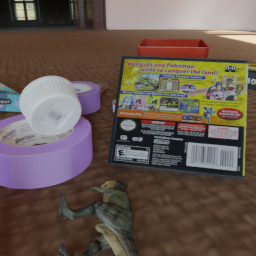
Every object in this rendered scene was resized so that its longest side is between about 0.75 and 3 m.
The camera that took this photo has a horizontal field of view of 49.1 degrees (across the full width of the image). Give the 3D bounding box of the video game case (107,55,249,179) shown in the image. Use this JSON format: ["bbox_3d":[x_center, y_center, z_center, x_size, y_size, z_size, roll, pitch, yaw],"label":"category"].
[{"bbox_3d":[1.065,-0.303,5.945,2.728,2.466,0.348,5,-12,10],"label":"video game case"}]

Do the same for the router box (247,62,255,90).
[{"bbox_3d":[5.865,-2.176,12.009,2.091,0.694,2.659,-18,29,-34],"label":"router box"}]

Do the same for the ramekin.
[{"bbox_3d":[-1.534,-0.404,5.707,1.198,1.198,0.584,-12,47,-26],"label":"ramekin"}]

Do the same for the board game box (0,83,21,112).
[{"bbox_3d":[-4.833,-1.148,9.257,1.834,0.570,2.429,0,17,-44],"label":"board game box"}]

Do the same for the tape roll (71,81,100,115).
[{"bbox_3d":[-1.662,-0.989,9.023,1.544,0.656,1.544,1,24,-1],"label":"tape roll"}]

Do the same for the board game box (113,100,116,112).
[{"bbox_3d":[0.402,-0.788,9.276,1.323,0.378,1.351,14,27,28],"label":"board game box"}]

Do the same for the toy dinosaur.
[{"bbox_3d":[-0.380,1.440,3.990,1.189,0.640,2.697,1,26,-13],"label":"toy dinosaur"}]

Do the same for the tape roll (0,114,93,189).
[{"bbox_3d":[-1.952,0.367,6.192,2.308,0.757,2.308,1,23,0],"label":"tape roll"}]

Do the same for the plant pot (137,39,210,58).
[{"bbox_3d":[1.566,-2.089,10.209,2.281,2.012,2.283,3,25,7],"label":"plant pot"}]

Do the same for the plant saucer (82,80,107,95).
[{"bbox_3d":[-1.765,-1.494,10.965,1.883,0.324,1.883,-1,24,0],"label":"plant saucer"}]
